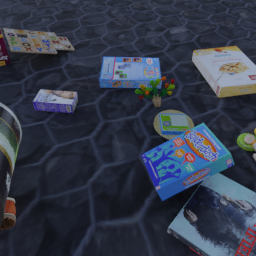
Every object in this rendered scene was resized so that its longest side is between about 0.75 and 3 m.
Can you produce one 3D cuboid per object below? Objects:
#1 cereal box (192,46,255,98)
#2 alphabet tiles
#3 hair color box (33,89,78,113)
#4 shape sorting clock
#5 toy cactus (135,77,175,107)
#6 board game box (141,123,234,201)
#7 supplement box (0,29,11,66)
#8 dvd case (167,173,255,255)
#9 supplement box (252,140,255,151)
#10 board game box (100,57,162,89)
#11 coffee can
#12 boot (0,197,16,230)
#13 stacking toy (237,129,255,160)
[{"bbox_3d":[3.765,-2.186,10.501,1.894,0.520,2.632,-8,44,-9],"label":"cereal box"},{"bbox_3d":[-3.723,-3.672,11.903,2.637,0.100,2.205,-5,41,-29],"label":"alphabet tiles"},{"bbox_3d":[-2.356,-0.886,9.206,1.278,0.414,0.699,6,43,4],"label":"hair color box"},{"bbox_3d":[1.383,-0.086,8.459,1.219,0.239,1.219,3,46,-3],"label":"shape sorting clock"},{"bbox_3d":[0.905,-1.074,8.917,1.262,1.041,0.645,-16,44,4],"label":"toy cactus"},{"bbox_3d":[1.357,0.758,6.756,1.827,0.411,1.389,-28,33,2],"label":"board game box"},{"bbox_3d":[-5.208,-3.128,10.974,0.831,1.269,0.655,-18,46,-18],"label":"supplement box"},{"bbox_3d":[2.564,2.238,5.915,2.817,0.310,2.056,30,51,27],"label":"dvd case"},{"bbox_3d":[3.810,0.675,7.175,0.692,0.404,1.098,-34,58,12],"label":"supplement box"},{"bbox_3d":[0.103,-2.104,10.509,2.190,0.401,1.657,1,43,1],"label":"board game box"},{"bbox_3d":[-3.359,0.748,5.733,1.954,1.954,2.669,-8,33,-8],"label":"coffee can"},{"bbox_3d":[-3.168,1.904,6.187,1.335,0.501,0.716,-4,39,-14],"label":"boot"},{"bbox_3d":[3.872,0.322,7.756,1.300,0.607,1.436,-14,44,-15],"label":"stacking toy"}]
